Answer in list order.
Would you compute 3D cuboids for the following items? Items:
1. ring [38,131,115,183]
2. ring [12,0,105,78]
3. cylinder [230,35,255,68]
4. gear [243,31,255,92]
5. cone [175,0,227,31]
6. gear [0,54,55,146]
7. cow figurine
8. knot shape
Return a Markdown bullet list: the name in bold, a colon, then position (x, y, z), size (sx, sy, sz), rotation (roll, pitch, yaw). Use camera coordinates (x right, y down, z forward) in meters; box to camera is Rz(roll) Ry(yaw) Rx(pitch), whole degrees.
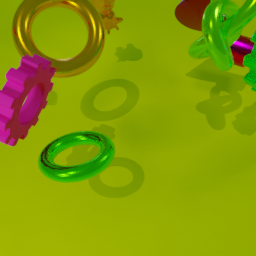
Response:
- **ring**: position (-0.931, 0.480, 5.125), size (1.412, 0.282, 1.412), rotation (-6, 30, 3)
- **ring**: position (-1.506, -2.115, 6.225), size (2.024, 0.405, 2.024), rotation (1, 86, -13)
- **cylinder**: position (3.175, -2.315, 8.241), size (0.846, 0.846, 0.846), rotation (21, 50, 7)
- **gear**: position (3.132, -1.529, 5.602), size (1.853, 1.853, 0.343), rotation (-22, 40, -19)
- **cone**: position (2.090, -3.551, 7.220), size (1.492, 1.492, 1.498), rotation (12, 82, 11)
- **gear**: position (-1.874, -0.492, 5.080), size (0.308, 1.665, 1.665), rotation (25, 50, -1)
- **cow figurine**: position (-0.685, -3.792, 8.600), size (0.917, 1.645, 1.671), rotation (-30, 17, -11)
- **knot shape**: position (1.957, -2.156, 5.543), size (0.926, 1.875, 2.003), rotation (24, 18, 5)
